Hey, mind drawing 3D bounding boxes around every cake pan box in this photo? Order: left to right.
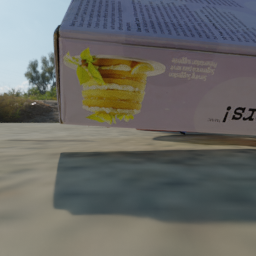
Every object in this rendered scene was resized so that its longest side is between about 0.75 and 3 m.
[{"bbox_3d":[0.790,-1.056,2.996,2.706,0.769,2.938,4,36,-8],"label":"cake pan box"}]

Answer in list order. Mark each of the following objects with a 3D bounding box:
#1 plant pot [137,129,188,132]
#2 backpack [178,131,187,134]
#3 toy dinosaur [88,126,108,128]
[{"bbox_3d":[1.328,-0.819,6.105,1.594,1.809,1.807,3,0,-34],"label":"plant pot"},{"bbox_3d":[0.657,-0.511,4.007,0.916,0.946,1.127,40,8,-4],"label":"backpack"},{"bbox_3d":[-1.052,-0.286,9.106,0.412,0.725,1.365,-9,14,-41],"label":"toy dinosaur"}]
